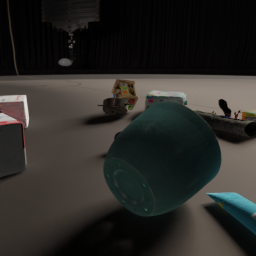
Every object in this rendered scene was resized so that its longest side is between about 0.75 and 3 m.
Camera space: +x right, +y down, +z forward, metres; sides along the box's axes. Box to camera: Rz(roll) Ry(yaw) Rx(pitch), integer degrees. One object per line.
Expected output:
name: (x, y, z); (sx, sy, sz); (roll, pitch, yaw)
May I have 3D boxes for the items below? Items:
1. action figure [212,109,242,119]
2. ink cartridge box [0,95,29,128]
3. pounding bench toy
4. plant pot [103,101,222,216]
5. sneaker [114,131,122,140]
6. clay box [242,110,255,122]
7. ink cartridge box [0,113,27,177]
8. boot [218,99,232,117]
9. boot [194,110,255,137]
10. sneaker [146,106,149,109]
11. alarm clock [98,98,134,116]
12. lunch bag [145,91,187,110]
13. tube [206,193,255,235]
action figure: (4.279, -0.559, 11.772); (1.353, 0.670, 0.442); (27, 5, 37)
ink cartridge box: (-5.572, -0.644, 11.474); (2.710, 1.164, 1.984); (-6, 15, -17)
pounding bench toy: (-0.256, -1.482, 14.596); (1.020, 1.642, 1.281); (3, 56, -19)
plant pot: (0.469, 0.668, 5.072); (1.868, 1.868, 1.499); (13, 37, 43)
sneaker: (0.462, 0.382, 8.774); (1.792, 0.629, 0.735); (2, -2, -2)
clay box: (5.898, -0.373, 11.410); (2.687, 0.640, 1.544); (-8, 15, -31)
ink cartridge box: (-3.488, 0.387, 7.057); (1.249, 1.255, 1.727); (-11, 18, -38)
boot: (4.269, -0.813, 12.380); (0.386, 0.501, 1.033); (-18, 44, 7)
boot: (3.478, -0.115, 10.471); (1.941, 0.775, 2.135); (-8, 22, -28)
sneaker: (1.229, -0.765, 13.027); (0.843, 0.319, 0.369); (26, -17, 10)
alarm clock: (-0.452, -0.994, 13.098); (1.781, 0.593, 1.202); (-13, -23, 36)
lunch bag: (2.032, -1.326, 14.516); (2.094, 1.006, 2.611); (6, 15, 13)
tube: (2.014, 1.425, 4.808); (0.626, 0.408, 1.618); (8, 8, -14)
